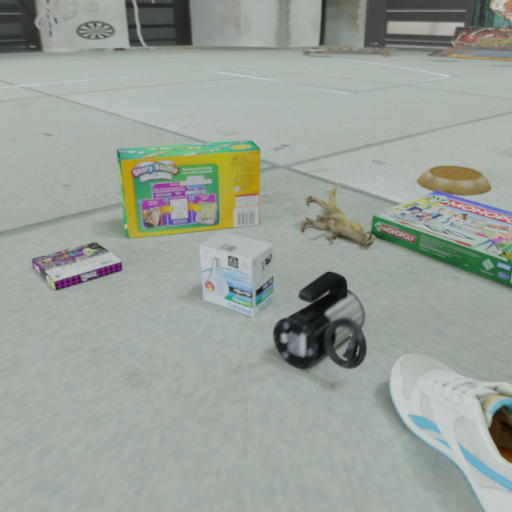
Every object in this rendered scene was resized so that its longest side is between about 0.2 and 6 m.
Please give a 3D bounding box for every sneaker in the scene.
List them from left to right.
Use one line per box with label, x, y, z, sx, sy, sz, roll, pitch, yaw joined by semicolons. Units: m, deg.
sneaker;2.051;1.497;5.214;0.864;0.912;2.259;-10;26;-18

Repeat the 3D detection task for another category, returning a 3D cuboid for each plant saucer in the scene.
plant saucer;4.535;-1.774;12.823;1.637;0.290;1.637;0;26;0

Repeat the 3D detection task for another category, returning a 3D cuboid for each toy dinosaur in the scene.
toy dinosaur;1.432;-0.706;10.442;1.144;0.659;2.263;9;30;-19

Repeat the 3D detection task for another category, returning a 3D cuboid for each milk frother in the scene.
milk frother;0.976;0.854;6.623;1.109;1.001;1.043;37;42;27

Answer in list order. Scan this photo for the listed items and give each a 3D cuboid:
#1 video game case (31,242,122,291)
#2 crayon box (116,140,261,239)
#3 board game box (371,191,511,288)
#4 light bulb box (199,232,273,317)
video game case;-2.847;0.136;8.898;1.106;0.198;1.002;-19;31;-35
crayon box;-1.202;-1.248;10.296;2.523;1.498;0.735;-6;27;-14
board game box;3.826;-0.347;9.645;2.052;0.444;3.050;-21;32;-36
light bulb box;-0.264;0.243;7.840;0.899;0.907;0.566;15;31;30
